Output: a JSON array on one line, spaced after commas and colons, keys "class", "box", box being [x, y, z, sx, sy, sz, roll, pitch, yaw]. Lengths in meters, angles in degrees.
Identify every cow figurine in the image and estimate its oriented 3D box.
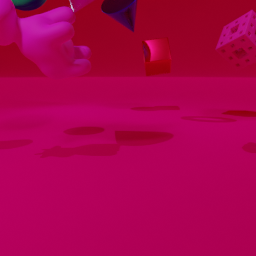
[{"class": "cow figurine", "box": [-1.553, -1.385, 4.554, 1.586, 1.611, 0.885, -13, 49, 9]}]

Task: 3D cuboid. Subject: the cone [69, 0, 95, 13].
[{"class": "cone", "box": [-0.844, -2.743, 5.280, 1.595, 1.595, 1.601, -5, -19, -25]}]

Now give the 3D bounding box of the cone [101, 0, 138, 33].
[{"class": "cone", "box": [-0.042, -4.094, 10.324, 1.429, 1.429, 1.435, 7, -29, 30]}]

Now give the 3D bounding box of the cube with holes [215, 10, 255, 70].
[{"class": "cube with holes", "box": [3.866, -2.879, 9.322, 1.143, 1.143, 1.143, 35, -26, -20]}]

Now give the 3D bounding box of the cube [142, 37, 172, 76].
[{"class": "cube", "box": [1.151, -2.843, 11.264, 1.043, 1.043, 1.043, -7, -20, 5]}]

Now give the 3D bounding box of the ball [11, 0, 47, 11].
[{"class": "ball", "box": [-2.122, -2.952, 5.660, 1.083, 1.083, 1.083, 0, 11, 0]}]
